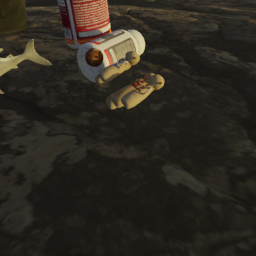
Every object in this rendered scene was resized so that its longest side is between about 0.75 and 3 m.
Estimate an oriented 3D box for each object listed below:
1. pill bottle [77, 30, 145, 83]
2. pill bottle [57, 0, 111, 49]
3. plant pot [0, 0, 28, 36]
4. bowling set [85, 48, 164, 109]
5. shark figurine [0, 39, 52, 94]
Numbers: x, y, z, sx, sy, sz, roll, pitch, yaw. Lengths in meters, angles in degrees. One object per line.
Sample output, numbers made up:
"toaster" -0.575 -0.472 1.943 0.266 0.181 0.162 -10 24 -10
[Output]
"pill bottle" -0.443 -2.422 9.020 1.235 1.235 2.230 23 43 31
"pill bottle" -1.521 -4.285 9.343 1.651 2.923 1.651 -4 36 3
"plant pot" -3.815 -3.428 8.224 1.435 1.439 1.276 12 22 34
"bowling set" -0.108 -1.375 6.647 1.252 1.624 2.333 -34 14 -11
"shark figurine" -2.661 -1.174 5.920 1.163 0.812 1.947 -21 10 34
